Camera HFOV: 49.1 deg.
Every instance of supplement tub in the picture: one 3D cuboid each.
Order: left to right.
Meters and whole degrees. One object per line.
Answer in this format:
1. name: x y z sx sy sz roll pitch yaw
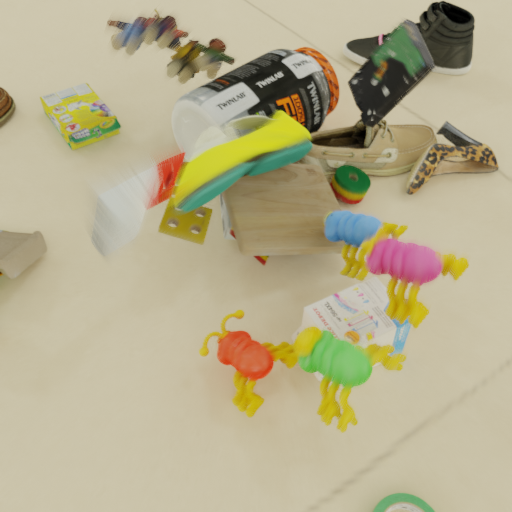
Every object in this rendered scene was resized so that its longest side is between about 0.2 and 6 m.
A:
1. supplement tub: 0.068 -2.610 10.168 2.877 1.763 1.763 -36 58 -26

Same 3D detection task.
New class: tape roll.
1. tape roll: 1.666 3.084 6.243 0.807 0.194 0.807 0 49 1

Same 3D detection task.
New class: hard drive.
1. hard drive: 2.246 -3.065 9.491 0.286 1.514 1.058 5 57 -32

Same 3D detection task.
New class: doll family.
1. doll family: -1.495 -3.701 9.779 2.201 0.864 1.272 28 40 -16

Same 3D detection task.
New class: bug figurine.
1. bug figurine: 0.944 0.534 6.994 3.436 0.884 2.665 -48 28 -18

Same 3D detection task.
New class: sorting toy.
1. sorting toy: 0.258 -0.632 8.920 3.894 0.659 1.877 -2 50 -22

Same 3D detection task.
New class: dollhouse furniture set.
1. dollhouse furniture set: -4.335 0.673 8.191 1.472 1.137 2.946 5 29 13

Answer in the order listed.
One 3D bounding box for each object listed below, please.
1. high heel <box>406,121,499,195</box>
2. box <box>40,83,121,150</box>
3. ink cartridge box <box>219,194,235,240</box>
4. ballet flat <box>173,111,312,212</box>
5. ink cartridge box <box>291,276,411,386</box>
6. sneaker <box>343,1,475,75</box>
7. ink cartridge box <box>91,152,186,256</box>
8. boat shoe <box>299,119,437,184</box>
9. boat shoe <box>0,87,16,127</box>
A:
1. high heel: 3.551 -1.492 10.063 1.306 0.654 1.833 36 68 4
2. box: -3.482 -2.763 11.202 1.050 0.433 1.789 -26 51 -22
3. ink cartridge box: 0.042 -0.684 9.555 1.271 0.300 1.017 6 47 -16
4. ballet flat: -0.315 -1.526 8.319 2.865 0.957 0.960 -31 85 -39
5. ink cartridge box: 1.248 1.053 7.575 1.350 0.846 0.868 -22 52 -19
6. sneaker: 3.432 -4.937 12.419 2.904 1.440 1.027 8 51 9
7. ink cartridge box: -1.363 -0.623 6.796 1.283 1.027 0.303 -35 78 -32
8. boat shoe: 2.116 -2.051 10.252 2.742 0.891 0.989 -12 50 -11
9. boat shoe: -6.221 -2.677 10.682 3.145 1.069 1.132 -32 56 -25
